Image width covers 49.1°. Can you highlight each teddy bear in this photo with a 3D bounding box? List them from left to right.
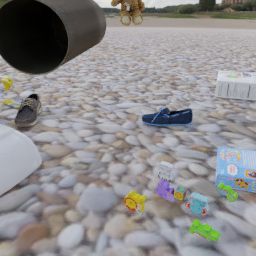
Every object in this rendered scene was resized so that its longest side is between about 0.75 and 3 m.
[{"bbox_3d":[0.025,-3.511,8.034,0.966,1.332,0.445,-25,-8,-4],"label":"teddy bear"}]

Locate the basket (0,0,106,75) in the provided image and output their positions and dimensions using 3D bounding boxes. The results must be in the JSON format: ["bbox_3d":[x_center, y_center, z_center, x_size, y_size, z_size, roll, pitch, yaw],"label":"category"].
[{"bbox_3d":[-1.399,-2.030,5.785,1.784,1.345,1.978,1,27,26],"label":"basket"}]

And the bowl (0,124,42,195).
[{"bbox_3d":[-3.699,0.623,6.163,2.769,1.034,2.765,13,28,24],"label":"bowl"}]

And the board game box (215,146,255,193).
[{"bbox_3d":[2.927,0.943,6.240,1.834,0.336,1.387,8,25,17],"label":"board game box"}]

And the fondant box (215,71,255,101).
[{"bbox_3d":[5.102,-1.795,11.850,2.610,0.760,1.883,9,26,16],"label":"fondant box"}]

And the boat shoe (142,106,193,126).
[{"bbox_3d":[1.257,-0.438,9.054,1.633,0.561,0.687,-3,24,-7],"label":"boat shoe"}]

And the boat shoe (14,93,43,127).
[{"bbox_3d":[-3.351,-0.641,9.310,0.734,0.722,1.970,-3,24,-7],"label":"boat shoe"}]

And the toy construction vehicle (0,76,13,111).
[{"bbox_3d":[-5.062,-0.824,8.611,2.542,0.895,2.213,-9,32,8],"label":"toy construction vehicle"}]

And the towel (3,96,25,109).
[{"bbox_3d":[-4.181,-0.990,10.815,1.198,0.136,0.860,20,30,38],"label":"towel"}]

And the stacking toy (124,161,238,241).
[{"bbox_3d":[1.029,1.349,5.332,1.797,0.422,1.355,18,31,30],"label":"stacking toy"}]
